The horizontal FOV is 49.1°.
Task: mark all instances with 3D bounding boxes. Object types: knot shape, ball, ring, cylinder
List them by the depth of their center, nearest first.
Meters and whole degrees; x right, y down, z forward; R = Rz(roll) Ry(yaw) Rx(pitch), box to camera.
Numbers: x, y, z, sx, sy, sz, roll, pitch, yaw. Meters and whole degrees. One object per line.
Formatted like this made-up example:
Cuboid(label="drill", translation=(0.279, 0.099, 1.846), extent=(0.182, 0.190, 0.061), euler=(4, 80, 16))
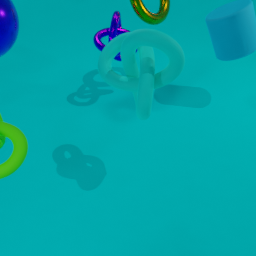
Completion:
Cuboid(label="knot shape", translation=(-2.071, 0.050, 3.984), extent=(1.278, 0.590, 1.195), euler=(25, 34, -28))
Cuboid(label="ball", translation=(-2.503, -1.776, 4.601), extent=(1.337, 1.337, 1.337), euler=(0, 40, 0))
Cuboid(label="knot shape", translation=(0.255, -1.068, 4.848), extent=(0.772, 1.564, 1.672), euler=(-22, 82, -38))
Cuboid(label="cylinder", translation=(2.838, -2.633, 7.572), extent=(1.200, 1.200, 1.200), euler=(-21, 29, 12))
Cuboid(label="knot shape", translation=(-0.371, -2.434, 7.770), extent=(0.638, 1.380, 1.292), euler=(3, 34, 44))
Cuboid(label="ring", translation=(0.641, -3.832, 8.142), extent=(0.326, 1.630, 1.630), euler=(-1, 29, 48))
